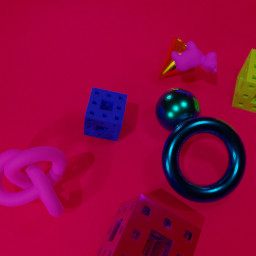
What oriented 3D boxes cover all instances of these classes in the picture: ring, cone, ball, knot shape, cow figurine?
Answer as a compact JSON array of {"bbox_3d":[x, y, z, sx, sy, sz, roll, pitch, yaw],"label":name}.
[{"bbox_3d":[1.793,0.739,6.593,2.042,0.408,2.042,0,89,-5],"label":"ring"},{"bbox_3d":[1.346,-1.915,8.562,1.191,1.186,1.186,-43,67,8],"label":"cone"},{"bbox_3d":[1.308,-0.456,7.397,1.184,1.184,1.184,0,61,0],"label":"ball"},{"bbox_3d":[-2.043,1.244,6.168,1.918,1.794,0.886,-23,23,26],"label":"knot shape"},{"bbox_3d":[1.805,-1.771,7.492,1.079,0.592,1.062,-31,88,10],"label":"cow figurine"}]

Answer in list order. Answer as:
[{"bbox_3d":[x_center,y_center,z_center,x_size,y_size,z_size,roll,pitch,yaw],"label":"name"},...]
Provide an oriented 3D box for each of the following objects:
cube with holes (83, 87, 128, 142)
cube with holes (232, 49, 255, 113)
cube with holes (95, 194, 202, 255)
[{"bbox_3d":[-0.598,-0.340,7.318,0.925,0.925,0.925,12,59,-4],"label":"cube with holes"},{"bbox_3d":[3.768,-1.235,7.827,1.179,1.179,1.179,17,62,9],"label":"cube with holes"},{"bbox_3d":[0.330,2.333,5.510,1.358,1.358,1.358,31,63,-4],"label":"cube with holes"}]
